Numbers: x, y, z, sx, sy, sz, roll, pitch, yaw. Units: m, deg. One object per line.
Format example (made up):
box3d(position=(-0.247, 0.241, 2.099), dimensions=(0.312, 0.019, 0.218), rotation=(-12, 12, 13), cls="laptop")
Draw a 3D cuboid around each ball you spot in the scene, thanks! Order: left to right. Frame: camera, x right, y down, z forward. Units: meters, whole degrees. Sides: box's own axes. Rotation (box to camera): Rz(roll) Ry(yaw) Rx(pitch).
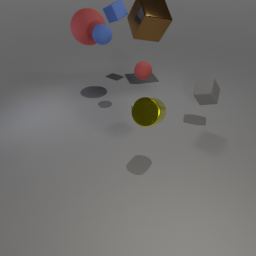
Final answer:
box3d(position=(-1.586, -4.017, 11.143), dimensions=(1.400, 1.400, 1.400), rotation=(0, 31, 0), cls="ball")
box3d(position=(-0.905, -3.291, 9.869), dimensions=(0.700, 0.700, 0.700), rotation=(0, 31, 0), cls="ball")
box3d(position=(0.595, -2.263, 10.994), dimensions=(0.700, 0.700, 0.700), rotation=(0, 31, 0), cls="ball")

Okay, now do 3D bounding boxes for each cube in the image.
box3d(position=(-0.574, -5.297, 12.739), dimensions=(0.700, 0.700, 0.700), rotation=(-42, 30, -28), cls="cube")
box3d(position=(0.967, -5.024, 12.891), dimensions=(1.400, 1.400, 1.400), rotation=(-1, 62, -25), cls="cube")
box3d(position=(2.942, -1.341, 10.443), dimensions=(0.700, 0.700, 0.700), rotation=(-1, 59, 38), cls="cube")

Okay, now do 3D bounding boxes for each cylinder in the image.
box3d(position=(0.516, -0.395, 6.827), dimensions=(0.700, 0.700, 0.700), rotation=(12, 9, 19), cls="cylinder")
